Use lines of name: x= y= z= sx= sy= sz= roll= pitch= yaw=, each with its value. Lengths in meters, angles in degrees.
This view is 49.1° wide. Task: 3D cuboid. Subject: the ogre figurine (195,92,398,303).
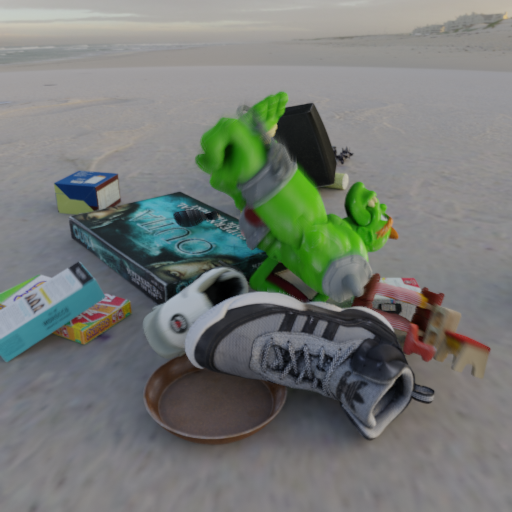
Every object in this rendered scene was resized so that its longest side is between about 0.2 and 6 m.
ogre figurine: x=0.539 y=-0.609 z=8.784 sx=2.321 sy=2.836 sz=4.730 roll=-39 pitch=-1 yaw=-16

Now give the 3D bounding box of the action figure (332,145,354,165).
action figure: x=2.773 y=-3.325 z=18.199 sx=0.667 sy=0.573 sz=1.122 roll=-1 pitch=23 yaw=25

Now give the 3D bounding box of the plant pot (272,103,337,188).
plant pot: x=0.966 y=-3.019 z=15.341 sx=2.183 sy=1.941 sz=2.188 roll=-6 pitch=22 yaw=13

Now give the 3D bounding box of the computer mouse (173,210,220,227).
computer mouse: x=-1.233 y=-0.715 z=10.985 sx=0.782 sy=0.298 sz=1.130 roll=-6 pitch=0 yaw=17

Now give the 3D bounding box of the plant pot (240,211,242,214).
plant pot: x=0.067 y=-1.554 z=13.645 sx=1.090 sy=1.096 sz=0.994 roll=-1 pitch=32 yaw=-2

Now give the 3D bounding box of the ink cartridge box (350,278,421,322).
ink cartridge box: x=2.148 y=0.716 z=9.260 sx=1.085 sy=0.449 sz=0.791 roll=0 pitch=24 yaw=1

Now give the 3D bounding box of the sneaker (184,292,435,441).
sneaker: x=0.725 y=1.298 z=6.717 sx=2.974 sy=1.122 sz=1.692 roll=5 pitch=21 yaw=-23

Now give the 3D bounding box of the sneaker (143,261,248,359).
sneaker: x=-0.460 y=0.608 z=8.158 sx=1.173 sy=0.982 sz=2.650 roll=-33 pitch=3 yaw=23

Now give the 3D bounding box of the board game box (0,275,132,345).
board game box: x=-3.319 y=0.816 z=9.259 sx=2.315 sy=0.347 sz=1.106 roll=10 pitch=25 yaw=27

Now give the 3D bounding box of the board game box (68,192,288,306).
board game box: x=-1.658 y=-0.304 z=11.379 sx=2.828 sy=0.589 sz=4.180 roll=-18 pitch=29 yaw=-35

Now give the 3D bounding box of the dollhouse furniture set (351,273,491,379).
dollhouse furniture set: x=2.159 y=0.831 z=7.576 sx=1.103 sy=0.834 sz=2.050 roll=16 pitch=3 yaw=-11

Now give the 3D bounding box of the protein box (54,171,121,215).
protein box: x=-4.179 y=-1.574 z=13.974 sx=1.152 sy=0.783 sz=1.160 roll=6 pitch=25 yaw=13

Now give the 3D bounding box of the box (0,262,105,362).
box: x=-3.167 y=0.805 z=8.380 sx=1.666 sy=0.410 sz=0.686 roll=-35 pitch=41 yaw=-19

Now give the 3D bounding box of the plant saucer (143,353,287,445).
plant saucer: x=-0.508 y=1.775 z=7.075 sx=1.785 sy=0.307 sz=1.785 roll=0 pitch=26 yaw=0

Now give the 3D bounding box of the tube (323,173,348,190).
tube: x=1.722 y=-2.174 z=15.814 sx=1.721 sy=0.447 sz=0.499 roll=10 pitch=-16 yaw=29
